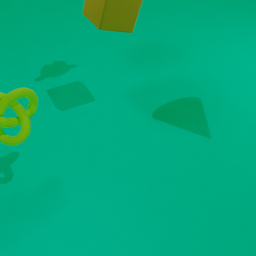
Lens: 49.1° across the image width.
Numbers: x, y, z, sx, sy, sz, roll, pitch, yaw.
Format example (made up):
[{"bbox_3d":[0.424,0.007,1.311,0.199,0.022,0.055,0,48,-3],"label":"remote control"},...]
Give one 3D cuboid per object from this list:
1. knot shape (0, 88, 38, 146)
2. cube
[{"bbox_3d":[-2.320,-0.349,5.674,1.136,1.214,0.561,-41,21,-25],"label":"knot shape"},{"bbox_3d":[-0.380,-2.993,6.763,0.983,0.983,0.983,-8,44,-35],"label":"cube"}]
